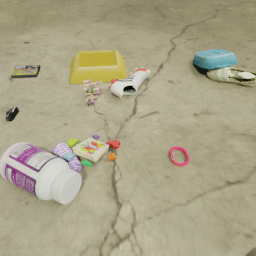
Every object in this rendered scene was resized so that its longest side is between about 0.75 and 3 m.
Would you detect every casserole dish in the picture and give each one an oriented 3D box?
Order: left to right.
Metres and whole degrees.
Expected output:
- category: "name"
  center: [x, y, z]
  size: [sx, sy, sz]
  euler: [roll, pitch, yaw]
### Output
- category: "casserole dish"
  center: [4.274, -3.505, 13.985]
  size: [1.721, 0.551, 2.841]
  euler: [-10, 22, 0]

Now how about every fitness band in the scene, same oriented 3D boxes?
- category: "fitness band"
  center: [1.680, 0.923, 9.180]
  size: [0.598, 0.156, 0.833]
  euler: [-1, 38, -6]

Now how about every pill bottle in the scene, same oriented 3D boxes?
- category: "pill bottle"
  center: [-2.413, 1.279, 7.836]
  size: [2.155, 1.210, 1.210]
  euler: [20, 42, 25]

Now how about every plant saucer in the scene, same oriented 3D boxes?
- category: "plant saucer"
  center: [-1.524, -3.229, 14.144]
  size: [2.815, 0.682, 2.815]
  euler: [-3, 38, -5]

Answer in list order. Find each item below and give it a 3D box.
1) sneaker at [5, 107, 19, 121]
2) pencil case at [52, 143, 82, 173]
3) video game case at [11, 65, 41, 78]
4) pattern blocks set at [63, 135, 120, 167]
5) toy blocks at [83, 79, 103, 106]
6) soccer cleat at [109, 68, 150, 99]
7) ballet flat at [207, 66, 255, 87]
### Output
- category: "sneaker"
  center: [-4.626, -0.512, 10.977]
  size: [0.368, 0.318, 0.840]
  euler: [-8, 32, 13]
- category: "pencil case"
  center: [-1.918, 0.958, 8.806]
  size: [0.527, 0.517, 1.232]
  euler: [-8, 35, -37]
- category: "video game case"
  center: [-5.112, -2.841, 14.061]
  size: [1.246, 0.159, 1.126]
  euler: [-3, 37, -5]
- category: "pattern blocks set"
  center: [-1.153, 0.658, 9.006]
  size: [1.677, 0.155, 1.908]
  euler: [14, 25, 7]
- category: "toy blocks"
  center: [-1.417, -1.536, 11.787]
  size: [0.769, 0.854, 0.914]
  euler: [-11, 35, -5]
- category: "soccer cleat"
  center: [0.242, -1.975, 12.492]
  size: [2.374, 0.815, 1.011]
  euler: [-27, 61, -34]
- category: "ballet flat"
  center: [4.868, -2.465, 12.918]
  size: [2.406, 0.836, 0.836]
  euler: [13, 39, 17]
